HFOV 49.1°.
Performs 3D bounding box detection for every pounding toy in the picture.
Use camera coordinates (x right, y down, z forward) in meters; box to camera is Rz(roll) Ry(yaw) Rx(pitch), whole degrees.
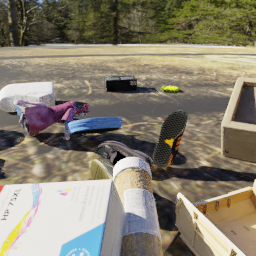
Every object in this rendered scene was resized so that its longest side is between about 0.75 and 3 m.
[{"bbox_3d":[4.356,-0.189,8.283,2.492,1.925,2.708,11,52,27],"label":"pounding toy"}]

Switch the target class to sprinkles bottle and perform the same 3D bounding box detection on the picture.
[{"bbox_3d":[0.142,1.496,4.810,0.752,0.752,2.204,-1,37,-4],"label":"sprinkles bottle"}]

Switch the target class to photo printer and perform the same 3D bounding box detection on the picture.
[{"bbox_3d":[-4.722,-1.482,13.082,2.505,0.870,2.084,-5,27,-12],"label":"photo printer"}]

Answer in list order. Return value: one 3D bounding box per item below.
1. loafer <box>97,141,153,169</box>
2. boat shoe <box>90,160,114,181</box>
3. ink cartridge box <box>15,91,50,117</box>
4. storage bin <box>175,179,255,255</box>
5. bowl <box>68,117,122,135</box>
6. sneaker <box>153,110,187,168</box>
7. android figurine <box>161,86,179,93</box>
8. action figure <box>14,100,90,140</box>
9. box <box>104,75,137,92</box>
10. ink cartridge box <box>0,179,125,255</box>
[{"bbox_3d":[-0.194,0.807,7.669,1.737,0.624,0.547,15,30,28],"label":"loafer"},{"bbox_3d":[-0.215,1.298,6.326,0.632,0.688,1.925,-8,27,-34],"label":"boat shoe"},{"bbox_3d":[-3.930,-0.940,11.617,1.391,1.005,0.589,11,23,26],"label":"ink cartridge box"},{"bbox_3d":[2.153,1.700,4.813,2.008,0.941,1.994,-9,23,-21],"label":"storage bin"},{"bbox_3d":[-1.013,-0.048,8.861,1.709,0.335,1.709,-6,-5,-1],"label":"bowl"},{"bbox_3d":[1.167,0.305,7.589,0.571,1.634,0.735,21,-4,22],"label":"sneaker"},{"bbox_3d":[2.452,-2.251,16.173,0.999,0.225,1.098,11,25,26],"label":"android figurine"},{"bbox_3d":[-2.495,-0.529,9.775,2.369,1.764,1.587,-20,19,-12],"label":"action figure"},{"bbox_3d":[-0.458,-2.644,16.499,1.804,0.712,1.274,-3,24,-8],"label":"box"},{"bbox_3d":[-1.424,1.629,4.003,2.560,0.861,1.487,-6,42,12],"label":"ink cartridge box"}]
